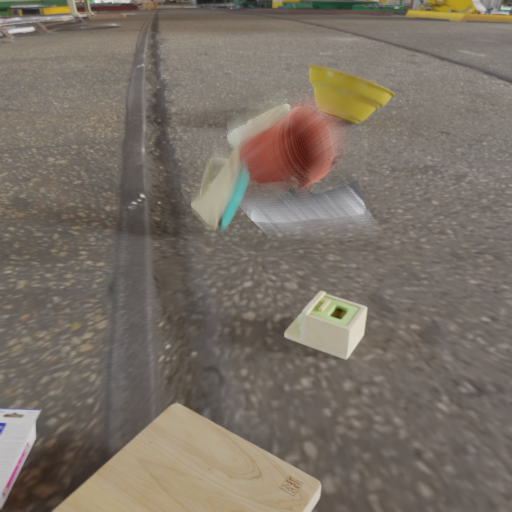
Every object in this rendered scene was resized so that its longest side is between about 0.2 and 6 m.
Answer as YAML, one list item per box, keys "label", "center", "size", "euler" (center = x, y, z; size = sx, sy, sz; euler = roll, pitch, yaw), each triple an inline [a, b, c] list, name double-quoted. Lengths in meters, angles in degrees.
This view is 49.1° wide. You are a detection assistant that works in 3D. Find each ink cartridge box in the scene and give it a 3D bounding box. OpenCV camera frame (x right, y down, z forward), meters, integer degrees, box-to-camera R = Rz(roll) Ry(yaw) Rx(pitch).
- label: "ink cartridge box"
  center: [-3.032, 2.329, 6.521]
  size: [0.626, 0.245, 1.322]
  euler: [1, 32, 3]

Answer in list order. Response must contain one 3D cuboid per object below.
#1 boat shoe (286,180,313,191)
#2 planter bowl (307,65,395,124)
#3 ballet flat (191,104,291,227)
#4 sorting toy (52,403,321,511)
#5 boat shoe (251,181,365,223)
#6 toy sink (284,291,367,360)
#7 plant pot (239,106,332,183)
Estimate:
- label: "boat shoe"
  center: [0.707, -2.009, 11.880]
  size: [0.674, 0.675, 1.826]
  euler: [28, 19, -53]
- label: "planter bowl"
  center: [2.797, -4.961, 17.732]
  size: [2.894, 1.205, 2.894]
  euler: [18, 12, -4]
- label: "ballet flat"
  center: [-0.368, -1.930, 11.144]
  size: [0.983, 2.829, 0.983]
  euler: [32, 5, -3]
- label: "sorting toy"
  center: [-0.693, 2.658, 5.499]
  size: [1.960, 0.682, 1.949]
  euler: [19, 36, 30]
- label: "boat shoe"
  center: [0.686, -0.778, 7.841]
  size: [1.636, 0.542, 0.572]
  euler: [-3, 6, 26]
- label: "toy sink"
  center: [1.037, 0.984, 8.474]
  size: [1.063, 0.595, 0.693]
  euler: [17, 34, 27]
- label: "plant pot"
  center: [0.427, -1.754, 9.373]
  size: [1.183, 1.216, 1.216]
  euler: [-5, 19, 46]
